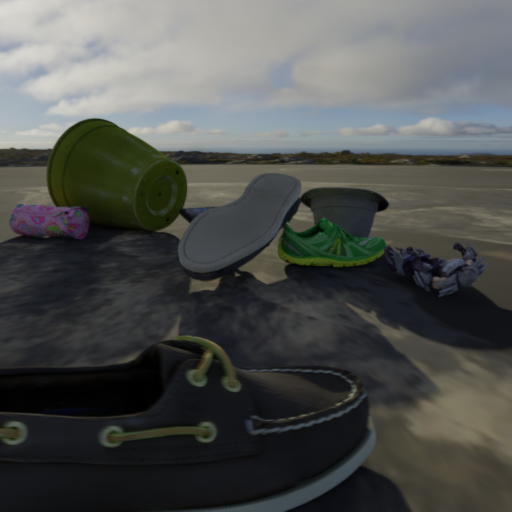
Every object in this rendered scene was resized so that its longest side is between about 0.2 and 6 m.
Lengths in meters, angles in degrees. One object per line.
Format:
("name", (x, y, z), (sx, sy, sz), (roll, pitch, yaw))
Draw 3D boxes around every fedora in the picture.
("fedora", (1.686, -0.719, 10.910), (1.721, 0.878, 1.945), (4, -3, 6))

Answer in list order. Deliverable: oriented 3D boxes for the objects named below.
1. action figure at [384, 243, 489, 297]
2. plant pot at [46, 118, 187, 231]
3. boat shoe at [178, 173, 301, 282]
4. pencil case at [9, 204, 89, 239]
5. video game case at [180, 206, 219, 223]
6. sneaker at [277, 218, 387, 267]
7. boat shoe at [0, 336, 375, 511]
("action figure", (2.449, 0.146, 7.673), (1.004, 0.535, 1.543), (-14, 13, -22))
("plant pot", (-2.953, -1.641, 12.702), (2.422, 2.515, 2.515), (22, 22, 33))
("boat shoe", (-0.136, -0.308, 8.885), (1.181, 1.019, 3.250), (18, 35, 18))
("pencil case", (-4.279, -0.735, 11.608), (1.663, 0.727, 0.727), (4, 12, 23))
("video game case", (-0.871, -0.779, 12.349), (1.192, 0.168, 1.318), (-7, 29, -32))
("sneaker", (1.249, -0.222, 9.010), (1.794, 0.750, 0.665), (-1, 11, -6))
("boat shoe", (-0.557, 0.923, 3.131), (2.834, 0.853, 1.010), (-5, 12, -22))
